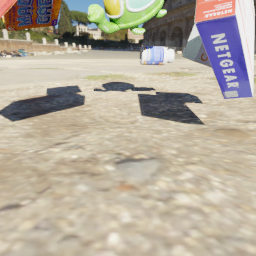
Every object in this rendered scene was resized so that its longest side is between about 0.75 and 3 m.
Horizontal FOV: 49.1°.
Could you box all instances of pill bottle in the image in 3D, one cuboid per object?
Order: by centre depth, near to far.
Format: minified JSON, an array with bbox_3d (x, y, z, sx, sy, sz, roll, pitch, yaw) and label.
[{"bbox_3d":[1.096,-2.736,10.645,1.239,0.694,0.694,0,16,-7],"label":"pill bottle"}]

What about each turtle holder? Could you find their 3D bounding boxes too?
[{"bbox_3d":[-0.107,-3.795,8.216,2.240,1.591,1.702,-19,50,11],"label":"turtle holder"}]

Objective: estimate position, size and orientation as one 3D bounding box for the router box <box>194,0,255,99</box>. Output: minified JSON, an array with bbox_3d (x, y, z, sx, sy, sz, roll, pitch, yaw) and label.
[{"bbox_3d":[1.831,-1.964,4.966,0.565,2.076,2.313,-1,-24,29],"label":"router box"}]

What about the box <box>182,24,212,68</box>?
[{"bbox_3d":[2.504,-2.188,7.918,1.568,0.975,0.764,13,19,-23],"label":"box"}]

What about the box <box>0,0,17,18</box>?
[{"bbox_3d":[-2.456,-2.329,4.270,2.685,1.378,1.271,-34,37,21],"label":"box"}]

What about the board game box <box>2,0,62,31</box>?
[{"bbox_3d":[-2.468,-3.364,6.772,1.309,1.310,1.309,-17,-12,-26],"label":"board game box"}]
